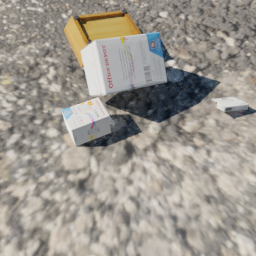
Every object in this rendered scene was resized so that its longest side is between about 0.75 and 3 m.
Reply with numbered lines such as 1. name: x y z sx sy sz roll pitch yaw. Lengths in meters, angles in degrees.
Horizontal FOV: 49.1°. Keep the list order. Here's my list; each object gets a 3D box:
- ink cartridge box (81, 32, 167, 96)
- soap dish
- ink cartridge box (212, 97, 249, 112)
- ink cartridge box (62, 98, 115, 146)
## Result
1. ink cartridge box: -0.143 -1.742 7.814 1.880 1.379 1.373 -15 11 -23
2. soap dish: -0.707 -2.989 9.292 2.375 0.964 1.868 -16 61 -21
3. ink cartridge box: 2.964 -0.699 8.208 0.814 0.177 0.706 -7 24 -16
4. ink cartridge box: -1.033 -0.204 7.555 1.211 0.759 0.779 -22 56 -15
